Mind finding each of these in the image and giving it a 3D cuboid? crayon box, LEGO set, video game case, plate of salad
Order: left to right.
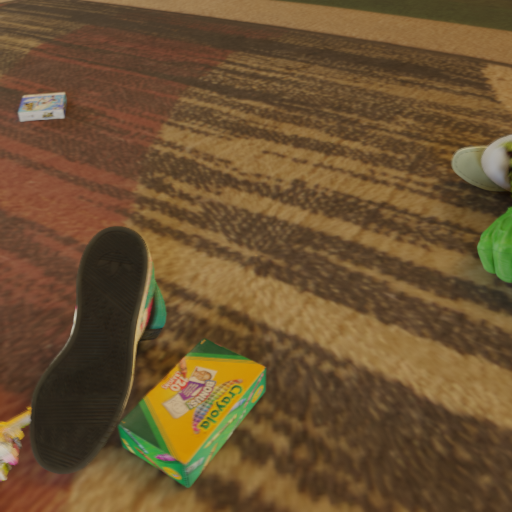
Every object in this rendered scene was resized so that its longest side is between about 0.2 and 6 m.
[{"bbox_3d":[-2.653,2.092,6.328,0.588,0.476,1.278,-18,7,10],"label":"LEGO set"},{"bbox_3d":[-5.506,-3.860,14.478,1.076,0.270,1.187,-8,38,-10],"label":"video game case"},{"bbox_3d":[-0.708,1.801,6.695,0.970,0.476,1.634,21,41,25],"label":"crayon box"},{"bbox_3d":[5.106,-1.510,10.159,1.995,1.995,0.479,18,70,22],"label":"plate of salad"}]

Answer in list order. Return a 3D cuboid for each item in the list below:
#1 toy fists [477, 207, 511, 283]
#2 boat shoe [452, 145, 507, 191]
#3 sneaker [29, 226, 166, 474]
[{"bbox_3d":[5.003,0.188,8.407,3.208,1.103,1.635,22,35,29],"label":"toy fists"},{"bbox_3d":[5.140,-1.773,11.241,2.442,0.871,0.735,13,34,5],"label":"boat shoe"},{"bbox_3d":[-1.907,1.158,7.036,1.177,1.699,2.814,14,78,1],"label":"sneaker"}]
